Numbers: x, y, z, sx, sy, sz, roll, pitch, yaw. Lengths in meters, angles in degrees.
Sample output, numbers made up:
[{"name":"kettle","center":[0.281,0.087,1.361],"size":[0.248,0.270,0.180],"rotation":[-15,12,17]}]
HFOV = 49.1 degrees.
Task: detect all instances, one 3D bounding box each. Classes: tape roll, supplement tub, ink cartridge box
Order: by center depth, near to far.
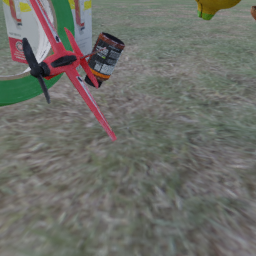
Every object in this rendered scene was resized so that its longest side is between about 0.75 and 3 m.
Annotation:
[{"name":"tape roll","center":[-2.113,-1.650,4.278],"size":[2.641,2.641,0.635],"rotation":[-28,15,-39]},{"name":"supplement tub","center":[-0.621,-1.607,6.767],"size":[0.668,1.249,0.668],"rotation":[25,24,-12]},{"name":"ink cartridge box","center":[-1.955,-2.882,6.767],"size":[1.929,2.658,1.109],"rotation":[18,34,22]}]

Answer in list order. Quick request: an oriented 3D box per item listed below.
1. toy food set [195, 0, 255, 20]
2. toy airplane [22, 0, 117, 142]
[{"name":"toy food set","center":[1.833,-1.586,3.334],"size":[2.862,0.935,1.684],"rotation":[-7,40,-25]},{"name":"toy airplane","center":[-0.692,-0.840,3.396],"size":[0.385,2.091,2.091],"rotation":[-24,25,18]}]
